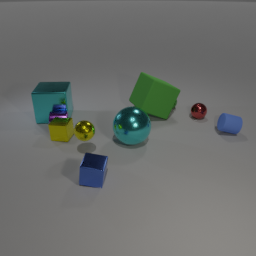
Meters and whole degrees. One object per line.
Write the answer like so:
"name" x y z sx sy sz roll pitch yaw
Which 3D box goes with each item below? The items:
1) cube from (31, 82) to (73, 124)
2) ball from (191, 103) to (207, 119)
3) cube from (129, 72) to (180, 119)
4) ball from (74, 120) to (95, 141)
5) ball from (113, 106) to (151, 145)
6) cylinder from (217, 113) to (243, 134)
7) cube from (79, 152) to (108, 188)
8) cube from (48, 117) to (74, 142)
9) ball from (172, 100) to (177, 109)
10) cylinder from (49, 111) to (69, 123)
"cube" -3.211 -1.119 12.098 1.400 1.400 1.400 -1 28 -2
"ball" 3.077 -0.745 12.168 0.700 0.700 0.700 0 28 0
"cube" 1.118 -1.403 12.103 1.400 1.400 1.400 16 17 -29
"ball" -1.438 0.091 9.266 0.700 0.700 0.700 0 28 0
"ball" 0.142 -0.080 10.126 1.400 1.400 1.400 0 28 0
"cylinder" 3.942 -0.172 10.868 0.700 0.700 0.700 13 27 -8
"cube" -1.016 1.249 8.289 0.700 0.700 0.700 10 32 2
"cube" -2.520 0.041 10.643 0.700 0.700 0.700 4 28 10
"ball" 1.937 -1.220 13.038 0.700 0.700 0.700 0 28 0
"cylinder" -2.784 -0.326 11.319 0.700 0.700 0.700 -1 28 -6
